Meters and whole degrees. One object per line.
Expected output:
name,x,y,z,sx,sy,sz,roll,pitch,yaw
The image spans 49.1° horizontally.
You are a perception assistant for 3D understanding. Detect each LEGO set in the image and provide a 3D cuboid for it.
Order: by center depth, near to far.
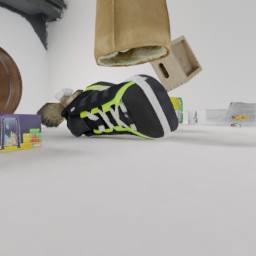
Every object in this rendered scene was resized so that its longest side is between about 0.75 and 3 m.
LEGO set,3.886,-0.245,9.686,0.462,0.430,1.126,0,3,12

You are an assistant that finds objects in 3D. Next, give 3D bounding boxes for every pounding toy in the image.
pounding toy,1.611,-2.606,10.760,1.401,1.971,1.815,-25,9,43

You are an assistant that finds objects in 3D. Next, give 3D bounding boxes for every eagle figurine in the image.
eagle figurine,-2.018,-0.625,9.292,1.505,1.513,1.994,20,-3,2

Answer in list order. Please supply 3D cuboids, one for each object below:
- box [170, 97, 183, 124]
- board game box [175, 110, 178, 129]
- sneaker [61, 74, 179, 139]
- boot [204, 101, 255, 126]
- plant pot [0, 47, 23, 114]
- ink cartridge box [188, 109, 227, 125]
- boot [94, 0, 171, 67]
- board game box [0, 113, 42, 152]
box,1.952,-0.907,14.618,2.448,1.436,0.592,-1,-2,-27
board game box,-0.126,-0.184,6.864,1.647,0.452,2.609,-1,2,-19
sneaker,-0.285,-0.110,3.848,0.981,0.849,2.368,-35,20,-21
boot,3.970,-0.556,10.876,2.017,0.964,0.742,1,2,25
plant pot,-3.397,-0.816,5.384,2.097,2.097,2.076,0,9,-5
ink cartridge box,3.697,-0.511,13.410,1.219,0.718,2.117,-1,2,-16
boot,-0.498,-2.638,5.442,2.586,2.952,0.976,-6,-10,30
board game box,-1.414,0.033,2.176,0.931,0.319,1.126,-1,2,25
